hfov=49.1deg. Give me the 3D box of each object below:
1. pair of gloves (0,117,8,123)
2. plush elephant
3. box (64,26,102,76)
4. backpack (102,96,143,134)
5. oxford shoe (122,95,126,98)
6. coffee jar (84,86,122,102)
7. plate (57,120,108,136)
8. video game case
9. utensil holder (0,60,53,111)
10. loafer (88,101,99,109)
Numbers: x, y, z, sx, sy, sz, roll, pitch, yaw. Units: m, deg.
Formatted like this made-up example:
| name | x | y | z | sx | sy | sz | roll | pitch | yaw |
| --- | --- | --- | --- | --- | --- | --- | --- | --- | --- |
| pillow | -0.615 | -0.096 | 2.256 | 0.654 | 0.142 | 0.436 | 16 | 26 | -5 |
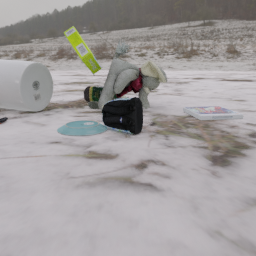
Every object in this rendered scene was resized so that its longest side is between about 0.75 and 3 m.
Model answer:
| name | x | y | z | sx | sy | sz | roll | pitch | yaw |
| --- | --- | --- | --- | --- | --- | --- | --- | --- | --- |
| pair of gloves | -4.265 | -0.227 | 8.084 | 1.337 | 0.165 | 1.191 | 10 | 17 | 34 |
| plush elephant | 0.254 | -1.643 | 10.223 | 2.031 | 2.623 | 2.160 | 18 | 6 | -4 |
| box | -1.569 | -2.705 | 10.154 | 0.458 | 1.172 | 1.922 | -34 | -9 | 2 |
| backpack | -0.156 | -0.328 | 7.195 | 1.145 | 0.934 | 0.881 | 0 | 4 | 27 |
| oxford shoe | -0.895 | -1.530 | 12.741 | 1.649 | 0.476 | 0.620 | 7 | 12 | 17 |
| coffee jar | -1.070 | -1.443 | 11.945 | 1.570 | 0.670 | 0.819 | 1 | 14 | 7 |
| plate | -1.187 | -0.036 | 7.299 | 1.302 | 0.166 | 1.302 | -1 | 13 | 0 |
| video game case | 2.731 | -0.510 | 9.196 | 1.395 | 0.176 | 1.531 | -2 | 14 | -10 |
| utensil holder | -4.050 | -1.544 | 9.987 | 2.154 | 1.830 | 1.830 | 7 | 15 | 23 |
| loafer | -1.090 | -0.821 | 10.351 | 0.776 | 0.292 | 0.270 | 9 | 4 | 14 |
